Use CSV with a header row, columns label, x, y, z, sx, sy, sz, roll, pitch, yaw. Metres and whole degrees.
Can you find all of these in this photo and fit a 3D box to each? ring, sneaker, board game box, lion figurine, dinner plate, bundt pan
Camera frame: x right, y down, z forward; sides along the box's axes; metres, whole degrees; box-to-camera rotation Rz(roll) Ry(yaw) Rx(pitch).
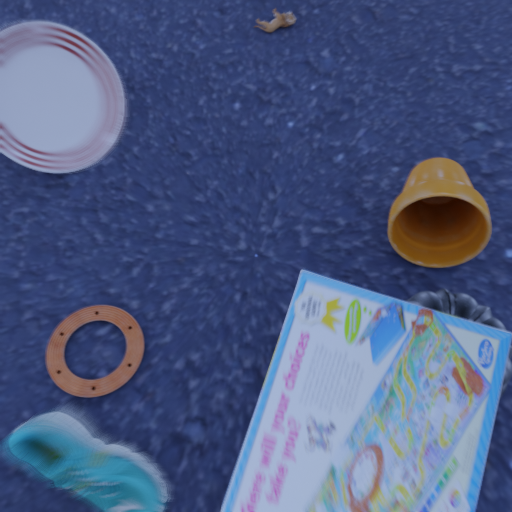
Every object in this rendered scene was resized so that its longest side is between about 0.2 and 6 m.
label,x,y,z,sx,sy,sz,roll,pitch,yaw
ring,-2.615,1.542,9.143,1.573,0.151,1.573,0,61,1
sneaker,-2.362,3.016,7.719,2.370,0.944,0.918,24,88,11
board game box,1.357,2.752,7.530,3.024,0.770,4.498,17,75,10
lion figurine,0.438,-5.395,13.011,0.901,0.326,0.552,-37,74,-4
dinner plate,-3.923,-2.988,10.707,2.790,2.790,0.338,-42,26,-21
bundt pan,2.969,1.481,8.781,2.231,0.837,2.231,0,61,1

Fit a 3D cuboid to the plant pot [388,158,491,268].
label,x,y,z,sx,sy,sz,roll,pitch,yaw
plant pot,3.168,-0.883,9.804,1.635,1.635,1.497,11,45,6
